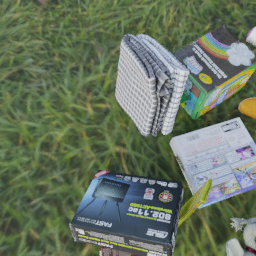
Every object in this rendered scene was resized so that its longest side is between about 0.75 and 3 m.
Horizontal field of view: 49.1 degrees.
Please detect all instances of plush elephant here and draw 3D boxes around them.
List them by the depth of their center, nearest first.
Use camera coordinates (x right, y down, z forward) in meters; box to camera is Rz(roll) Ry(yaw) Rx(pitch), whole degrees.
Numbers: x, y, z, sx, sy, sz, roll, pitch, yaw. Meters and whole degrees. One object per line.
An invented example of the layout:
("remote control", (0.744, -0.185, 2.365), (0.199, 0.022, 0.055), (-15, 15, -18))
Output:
("plush elephant", (2.868, 2.658, 6.001), (1.392, 1.691, 1.309), (28, 65, -28))

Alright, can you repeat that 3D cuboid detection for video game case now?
("video game case", (2.401, 0.853, 7.310), (2.058, 0.468, 1.865), (-16, 64, -10))

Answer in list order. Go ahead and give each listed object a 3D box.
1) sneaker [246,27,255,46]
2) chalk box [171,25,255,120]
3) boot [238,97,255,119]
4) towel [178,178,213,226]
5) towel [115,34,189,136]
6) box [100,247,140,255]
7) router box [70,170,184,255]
("sneaker", (3.976, -2.518, 8.091), (0.782, 0.588, 1.570), (42, 39, 22))
("chalk box", (2.023, -1.396, 7.843), (2.464, 1.527, 1.538), (-31, 69, -12))
("boot", (3.998, -0.246, 7.494), (1.791, 0.630, 1.282), (10, 31, -3))
("towel", (1.443, 1.746, 6.320), (0.139, 1.538, 0.662), (33, 48, 9))
("towel", (0.403, -1.092, 7.114), (0.972, 1.881, 2.271), (-8, 43, -22))
("box", (-0.167, 2.842, 6.189), (0.901, 0.338, 0.451), (2, 67, -13))
("router box", (0.042, 1.829, 6.185), (2.161, 0.671, 1.619), (5, 38, 17))
